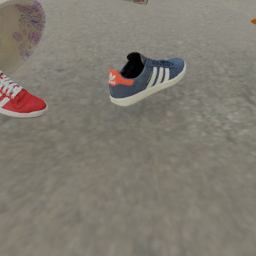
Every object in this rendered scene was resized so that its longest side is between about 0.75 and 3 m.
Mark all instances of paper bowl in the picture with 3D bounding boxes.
[{"bbox_3d":[-3.605,-2.538,7.113,1.463,2.814,2.814,41,45,1],"label":"paper bowl"}]

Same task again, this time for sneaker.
[{"bbox_3d":[0.619,-1.700,7.989,2.808,1.186,1.052,-33,37,-31],"label":"sneaker"},{"bbox_3d":[-2.722,-0.997,5.984,2.110,1.187,0.752,16,35,-4],"label":"sneaker"}]

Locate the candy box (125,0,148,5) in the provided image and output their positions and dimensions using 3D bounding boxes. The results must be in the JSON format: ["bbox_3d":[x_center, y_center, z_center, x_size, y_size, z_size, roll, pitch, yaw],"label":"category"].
[{"bbox_3d":[0.200,-4.236,7.789,0.946,1.388,0.423,10,-7,-6],"label":"candy box"}]

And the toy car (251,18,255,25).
[{"bbox_3d":[3.496,-2.588,6.139,1.527,1.407,1.350,-10,-12,31],"label":"toy car"}]
